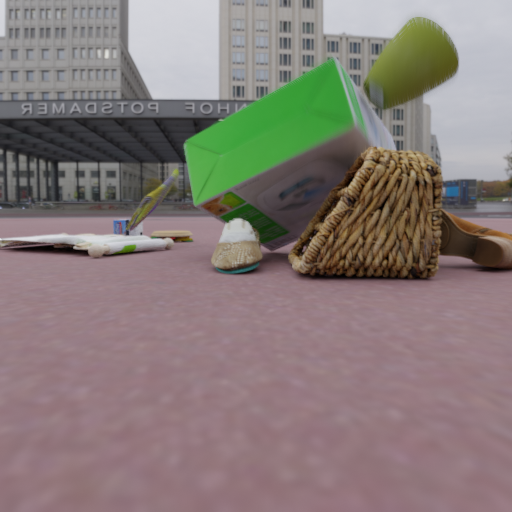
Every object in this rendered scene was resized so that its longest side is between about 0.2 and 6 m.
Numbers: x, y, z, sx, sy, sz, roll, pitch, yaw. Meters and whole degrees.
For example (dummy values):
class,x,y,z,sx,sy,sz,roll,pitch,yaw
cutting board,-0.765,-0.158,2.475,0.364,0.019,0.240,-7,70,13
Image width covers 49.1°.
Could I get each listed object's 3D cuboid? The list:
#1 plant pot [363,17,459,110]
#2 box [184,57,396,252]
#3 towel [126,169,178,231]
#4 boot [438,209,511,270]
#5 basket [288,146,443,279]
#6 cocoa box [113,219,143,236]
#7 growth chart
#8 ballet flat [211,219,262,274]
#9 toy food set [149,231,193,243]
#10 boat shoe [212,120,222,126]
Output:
class,x,y,z,sx,sy,sz,roll,pitch,yaw
plant pot,2.509,-3.119,9.523,1.316,1.232,1.232,-42,14,-8
box,0.792,-1.665,10.438,3.164,1.530,2.792,-23,-29,24
towel,-2.430,-1.331,13.266,0.192,1.211,1.686,37,37,-5
boot,3.496,-0.320,9.110,1.463,0.723,1.885,-1,19,-45
basket,1.482,-0.692,8.397,1.926,1.845,2.585,1,5,2
cocoa box,-3.523,-0.703,15.428,0.612,0.622,0.933,0,5,1
growth chart,-3.910,-0.314,12.584,4.089,0.363,2.959,3,5,32
ballet flat,-0.316,-0.207,9.019,0.824,0.763,2.336,-5,5,-2
toy food set,-2.333,-0.528,15.380,1.189,0.289,1.177,-2,6,-24
boat shoe,-0.587,-2.054,12.519,0.622,1.985,0.726,-24,8,-30
